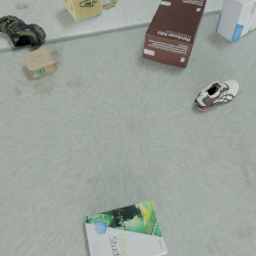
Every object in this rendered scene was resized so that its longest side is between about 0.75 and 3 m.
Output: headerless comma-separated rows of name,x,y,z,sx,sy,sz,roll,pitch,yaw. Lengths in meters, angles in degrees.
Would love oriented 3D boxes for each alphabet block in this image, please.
alphabet block,-1.578,-4.453,9.463,1.063,1.083,1.058,-29,61,-12

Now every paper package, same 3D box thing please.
paper package,-2.606,-1.933,8.292,0.792,0.410,0.755,-24,60,-16

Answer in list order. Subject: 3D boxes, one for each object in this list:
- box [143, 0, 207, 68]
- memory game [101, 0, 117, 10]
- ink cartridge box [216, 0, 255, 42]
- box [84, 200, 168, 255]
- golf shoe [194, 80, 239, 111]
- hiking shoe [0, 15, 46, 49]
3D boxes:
box,1.541,-3.284,8.816,1.386,1.037,2.768,16,60,10
memory game,-0.902,-4.631,10.233,1.034,0.066,1.034,0,58,-1
ink cartridge box,3.813,-3.786,8.945,1.782,1.305,0.765,-33,60,-20
box,-0.067,2.187,5.723,1.503,0.273,1.085,-12,58,-9
golf shoe,2.494,-0.985,7.554,1.481,0.652,0.572,-29,61,-19
hiking shoe,-3.522,-2.990,8.827,1.707,0.646,0.859,15,55,8
